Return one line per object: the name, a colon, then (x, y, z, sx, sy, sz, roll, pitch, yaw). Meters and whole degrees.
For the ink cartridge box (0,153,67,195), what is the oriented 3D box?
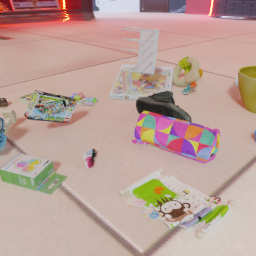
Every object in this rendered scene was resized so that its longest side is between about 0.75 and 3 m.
ink cartridge box: (-2.503, 1.180, 7.416, 1.546, 0.458, 0.802, 10, 30, 18)

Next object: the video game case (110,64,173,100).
video game case: (0.742, -2.204, 13.331, 2.674, 0.336, 2.938, 5, 40, 9)

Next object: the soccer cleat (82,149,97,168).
soccer cleat: (-1.174, 0.909, 8.160, 0.383, 0.310, 0.887, -11, 24, 11)

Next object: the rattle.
rattle: (3.243, -2.253, 13.835, 1.633, 1.792, 2.509, -34, 40, 10)

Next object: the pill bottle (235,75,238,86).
pill bottle: (5.866, -2.249, 13.601, 1.173, 0.680, 0.680, 14, 31, 24)

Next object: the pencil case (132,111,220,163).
pencil case: (1.444, 0.272, 8.532, 2.601, 1.150, 1.150, 14, 31, 28)

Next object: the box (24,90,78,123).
box: (-2.505, -0.663, 9.287, 0.290, 0.921, 1.673, 37, 18, 30)

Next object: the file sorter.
file sorter: (0.380, -3.067, 11.167, 1.070, 1.719, 1.193, -4, 17, -29)

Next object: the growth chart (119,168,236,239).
growth chart: (1.096, 1.724, 6.690, 2.370, 0.210, 1.715, 22, 36, 36)

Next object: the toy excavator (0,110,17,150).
toy excavator: (-4.273, 0.089, 8.993, 0.991, 1.983, 1.929, 2, 72, 0)

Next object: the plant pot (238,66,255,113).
plant pot: (5.418, -1.450, 11.182, 2.178, 1.546, 2.178, 0, 27, 0)

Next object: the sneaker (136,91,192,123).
sneaker: (1.594, -0.770, 10.528, 1.439, 0.960, 2.512, -27, 32, -30)

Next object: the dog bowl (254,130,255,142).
dog bowl: (4.764, 0.279, 9.245, 1.323, 0.328, 0.738, -11, 30, -20)

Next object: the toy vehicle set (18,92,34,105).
toy vehicle set: (-3.981, -1.215, 12.191, 1.391, 0.184, 0.864, 18, 33, 30)

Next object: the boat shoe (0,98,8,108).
boat shoe: (-5.651, -1.141, 11.795, 1.253, 0.441, 0.441, 4, 30, 10)

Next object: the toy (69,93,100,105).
toy: (-2.078, -1.333, 12.244, 1.472, 0.348, 0.848, 10, 29, 18)
